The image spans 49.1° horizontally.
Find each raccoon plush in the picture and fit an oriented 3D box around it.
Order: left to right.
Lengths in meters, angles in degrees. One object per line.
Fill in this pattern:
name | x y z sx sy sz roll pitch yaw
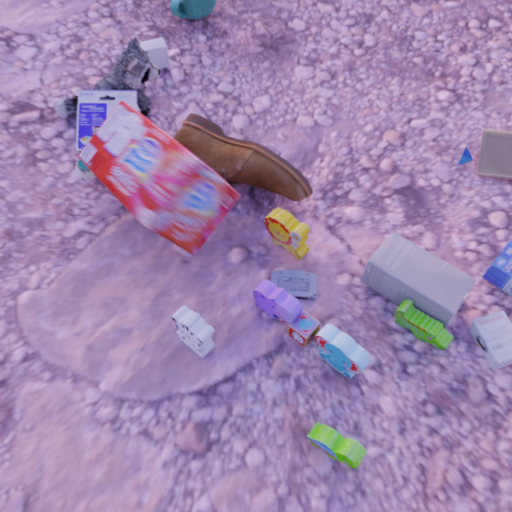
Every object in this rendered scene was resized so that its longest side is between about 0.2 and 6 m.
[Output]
raccoon plush | -3.400 -3.851 12.585 2.527 1.693 1.222 -16 58 -10

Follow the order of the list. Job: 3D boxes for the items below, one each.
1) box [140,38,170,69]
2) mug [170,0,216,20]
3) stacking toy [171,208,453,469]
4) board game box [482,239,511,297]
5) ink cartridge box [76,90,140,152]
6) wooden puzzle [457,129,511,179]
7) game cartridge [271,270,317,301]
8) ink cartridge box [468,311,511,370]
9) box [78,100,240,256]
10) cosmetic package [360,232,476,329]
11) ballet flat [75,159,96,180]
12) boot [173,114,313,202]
box | -2.535 -5.024 14.006 0.620 0.617 0.405 -16 58 -10
mug | -1.798 -6.934 15.093 1.465 0.906 1.203 -25 61 -15
stacking toy | 0.949 1.217 9.714 4.044 0.950 3.049 35 63 20
board game box | 6.013 0.229 10.595 2.411 0.525 2.422 37 64 21
ink cartridge box | -3.290 -2.982 12.479 1.356 0.297 1.369 1 90 2
wooden puzzle | 5.445 -2.188 12.217 1.859 0.217 1.254 16 77 14
game cartridge | 0.712 0.542 10.620 0.882 0.178 0.588 5 60 3
ink cartridge box | 4.260 1.480 9.857 0.625 0.355 0.858 -17 58 -6
box | -1.872 -1.508 10.506 1.466 1.404 2.941 -52 52 3
cosmetic package | 2.962 0.459 10.309 1.792 0.808 0.957 36 61 19
ballet flat | -3.000 -2.056 12.074 1.761 0.632 0.632 -17 58 -14
boot | -0.437 -1.725 11.632 3.438 1.266 1.297 28 73 26
